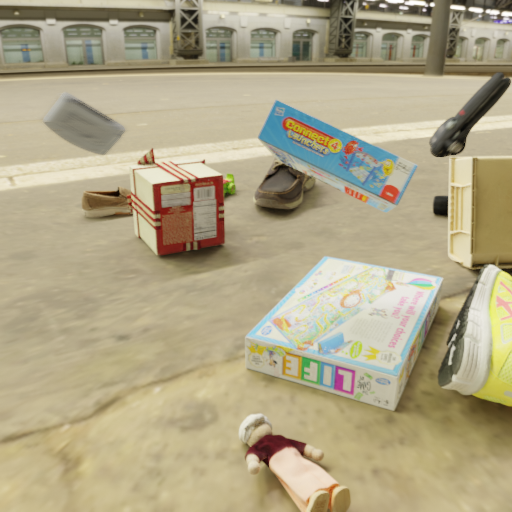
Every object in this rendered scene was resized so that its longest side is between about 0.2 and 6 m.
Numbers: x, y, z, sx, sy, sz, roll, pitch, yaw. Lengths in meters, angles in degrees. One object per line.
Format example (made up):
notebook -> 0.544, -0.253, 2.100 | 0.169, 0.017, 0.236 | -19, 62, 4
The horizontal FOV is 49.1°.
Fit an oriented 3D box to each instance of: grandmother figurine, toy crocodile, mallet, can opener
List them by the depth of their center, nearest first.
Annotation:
grandmother figurine -> 0.263, 2.084, 5.698 | 0.882, 0.440, 1.454 | 15, 9, -35
can opener -> 4.391, -2.901, 11.669 | 0.664, 2.094, 0.823 | -2, 52, -39
mallet -> 4.811, -1.446, 14.024 | 0.755, 0.472, 2.291 | 3, 18, 16
toy crocodile -> -0.957, -1.779, 14.642 | 0.494, 0.452, 1.463 | 12, 26, 26

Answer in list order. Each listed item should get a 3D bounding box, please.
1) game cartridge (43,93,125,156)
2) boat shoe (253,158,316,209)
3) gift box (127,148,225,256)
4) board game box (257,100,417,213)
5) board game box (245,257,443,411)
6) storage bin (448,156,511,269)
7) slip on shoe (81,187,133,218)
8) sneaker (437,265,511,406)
game cartridge -> -2.552, -1.907, 8.273 | 1.013, 0.675, 0.205 | 28, 36, -37
boat shoe -> 0.732, -2.111, 14.434 | 1.232, 1.212, 3.307 | 7, 24, 15
gift box -> -1.611, -1.215, 11.606 | 1.739, 1.885, 1.760 | -6, 22, -27
board game box -> 1.072, -1.239, 7.404 | 1.842, 0.526, 1.881 | 27, 6, 7
board game box -> 1.417, 0.929, 8.208 | 2.030, 0.517, 3.020 | 11, 25, 25
storage bin -> 4.825, -0.851, 10.522 | 2.097, 2.082, 0.983 | -1, 6, -4
slip on shoe -> -3.197, -1.368, 13.489 | 1.961, 0.594, 0.745 | -8, 24, -18
sneaker -> 3.270, 1.105, 7.358 | 1.300, 1.125, 2.878 | 23, 32, 17
